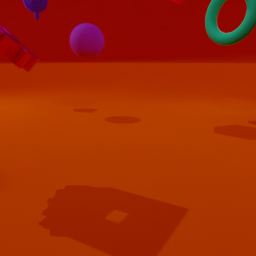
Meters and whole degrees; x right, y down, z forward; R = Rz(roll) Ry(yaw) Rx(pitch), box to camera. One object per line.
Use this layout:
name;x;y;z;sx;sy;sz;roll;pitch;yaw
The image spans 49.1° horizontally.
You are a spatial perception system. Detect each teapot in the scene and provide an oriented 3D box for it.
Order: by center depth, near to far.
teapot;-3.167;-4.371;9.467;0.826;1.329;0.651;-3;25;-2

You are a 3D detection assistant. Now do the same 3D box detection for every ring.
ring;2.690;-2.957;7.312;0.311;1.556;1.556;-1;12;-37

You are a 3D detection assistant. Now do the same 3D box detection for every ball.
ball;-1.186;-2.514;8.126;0.988;0.988;0.988;0;14;0

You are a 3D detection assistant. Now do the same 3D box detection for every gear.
gear;-1.613;-1.146;3.394;1.138;0.211;1.138;41;2;-2

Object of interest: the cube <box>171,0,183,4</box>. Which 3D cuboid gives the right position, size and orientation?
cube;1.051;-3.738;6.813;0.882;0.882;0.882;15;42;-16
